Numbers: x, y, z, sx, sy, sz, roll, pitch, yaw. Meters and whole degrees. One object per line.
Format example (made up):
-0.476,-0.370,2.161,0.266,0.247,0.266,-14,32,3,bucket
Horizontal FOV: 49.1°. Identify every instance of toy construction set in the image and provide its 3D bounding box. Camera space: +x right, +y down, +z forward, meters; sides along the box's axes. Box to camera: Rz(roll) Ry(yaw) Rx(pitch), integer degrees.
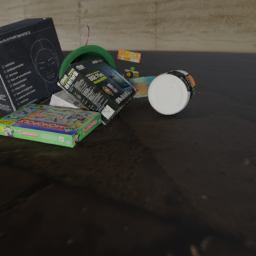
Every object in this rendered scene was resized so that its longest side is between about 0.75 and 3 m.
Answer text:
0.127,-2.386,13.662,1.354,1.248,1.624,-11,23,-37,toy construction set

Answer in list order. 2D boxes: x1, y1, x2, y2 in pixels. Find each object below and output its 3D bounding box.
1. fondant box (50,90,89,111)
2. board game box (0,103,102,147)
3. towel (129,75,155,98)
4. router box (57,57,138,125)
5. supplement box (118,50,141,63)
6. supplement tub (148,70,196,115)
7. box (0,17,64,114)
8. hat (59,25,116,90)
-1.770,-0.769,9.617,1.459,0.425,1.053,26,24,7,fondant box
-2.342,-0.156,8.319,2.619,0.381,1.762,8,25,18,board game box
0.718,-1.815,12.338,1.268,0.930,0.138,-9,-11,-18,towel
-0.926,-1.451,10.000,2.076,0.861,2.770,40,24,-1,router box
0.055,-3.189,12.435,1.001,0.333,0.344,10,-19,-6,supplement box
1.742,-1.430,10.593,1.471,1.471,2.400,7,16,20,supplement tub
-3.995,-2.411,10.607,1.754,2.782,2.830,15,39,35,box
-1.933,-2.628,12.016,2.721,2.254,2.395,-36,35,-11,hat
